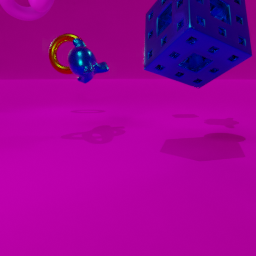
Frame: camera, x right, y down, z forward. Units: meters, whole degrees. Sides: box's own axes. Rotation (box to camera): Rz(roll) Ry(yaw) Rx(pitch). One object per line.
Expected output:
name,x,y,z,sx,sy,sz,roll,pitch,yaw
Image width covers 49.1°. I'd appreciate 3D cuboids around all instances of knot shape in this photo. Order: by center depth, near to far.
knot shape,-1.613,-2.919,5.563,1.770,0.818,1.656,-12,38,47

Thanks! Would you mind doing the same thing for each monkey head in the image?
monkey head,-1.032,-1.731,7.360,1.039,0.871,1.445,-15,54,-11

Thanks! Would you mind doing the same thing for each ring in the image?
ring,-2.377,-2.928,11.081,1.617,1.617,0.323,2,2,11

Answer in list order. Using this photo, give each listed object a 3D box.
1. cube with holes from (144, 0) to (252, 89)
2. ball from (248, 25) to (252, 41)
cube with holes,1.154,-1.665,4.911,1.262,1.262,1.262,13,-23,-25
ball,2.042,-1.847,5.934,1.064,1.064,1.064,0,11,0
